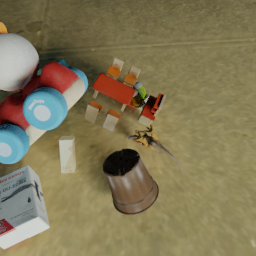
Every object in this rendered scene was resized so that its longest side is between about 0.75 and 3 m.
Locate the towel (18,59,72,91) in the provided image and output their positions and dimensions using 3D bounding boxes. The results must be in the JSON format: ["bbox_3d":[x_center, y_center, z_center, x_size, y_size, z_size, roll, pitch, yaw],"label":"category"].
[{"bbox_3d":[-2.630,-1.551,9.384,1.983,0.215,1.454,-30,60,-25],"label":"towel"}]

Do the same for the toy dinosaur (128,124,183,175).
[{"bbox_3d":[0.688,0.400,7.166,1.857,0.987,0.561,31,81,42],"label":"toy dinosaur"}]

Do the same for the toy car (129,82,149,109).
[{"bbox_3d":[0.240,-0.986,8.766,0.605,0.706,0.807,-9,39,40],"label":"toy car"}]

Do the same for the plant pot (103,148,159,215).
[{"bbox_3d":[0.005,1.141,6.258,1.131,1.120,1.131,-15,34,11],"label":"plant pot"}]

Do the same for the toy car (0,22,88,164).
[{"bbox_3d":[-2.716,-1.117,6.675,2.453,2.773,2.556,-38,15,19],"label":"toy car"}]

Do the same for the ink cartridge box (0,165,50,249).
[{"bbox_3d":[-2.443,1.685,6.155,1.042,0.605,1.445,-25,48,-6],"label":"ink cartridge box"}]

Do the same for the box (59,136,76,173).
[{"bbox_3d":[-1.494,0.649,6.944,0.327,0.842,0.400,-1,13,-3],"label":"box"}]

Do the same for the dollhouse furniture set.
[{"bbox_3d":[-0.026,-0.922,7.972,1.968,1.025,1.989,25,58,-3],"label":"dollhouse furniture set"}]
